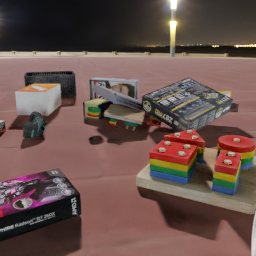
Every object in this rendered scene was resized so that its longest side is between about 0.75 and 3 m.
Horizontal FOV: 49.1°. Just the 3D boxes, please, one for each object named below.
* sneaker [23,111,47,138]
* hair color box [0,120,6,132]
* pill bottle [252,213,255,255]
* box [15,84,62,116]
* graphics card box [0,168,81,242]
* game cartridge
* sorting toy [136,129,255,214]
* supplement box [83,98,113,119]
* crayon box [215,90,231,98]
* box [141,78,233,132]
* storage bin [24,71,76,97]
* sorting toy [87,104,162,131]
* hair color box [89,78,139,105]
[{"bbox_3d":[-3.226,-0.070,9.936,0.676,0.643,1.705,8,25,-10],"label":"sneaker"},{"bbox_3d":[-5.114,-0.068,10.073,1.226,0.392,0.680,7,19,25],"label":"hair color box"},{"bbox_3d":[2.695,1.678,3.910,1.709,0.891,0.891,7,19,21],"label":"pill bottle"},{"bbox_3d":[-4.044,-1.361,12.913,1.365,1.070,2.195,1,18,2],"label":"box"},{"bbox_3d":[-2.066,1.431,5.258,2.073,0.527,1.300,-9,20,-29],"label":"graphics card box"},{"bbox_3d":[-0.099,-1.157,11.897,2.550,0.490,1.653,16,6,-34],"label":"game cartridge"},{"bbox_3d":[1.839,0.742,6.781,2.511,0.874,2.496,9,20,26],"label":"sorting toy"},{"bbox_3d":[-1.285,-0.844,12.050,0.937,0.630,0.938,11,21,31],"label":"supplement box"},{"bbox_3d":[4.633,-1.519,14.350,1.189,0.488,1.891,7,20,21],"label":"crayon box"},{"bbox_3d":[2.289,-0.951,10.812,2.838,0.697,2.288,-25,44,-36],"label":"box"},{"bbox_3d":[-4.465,-2.534,16.204,2.752,1.290,1.861,-6,19,-15],"label":"storage bin"},{"bbox_3d":[-0.030,-0.361,10.586,2.897,0.490,1.397,12,19,3],"label":"sorting toy"},{"bbox_3d":[-0.714,-1.885,14.303,2.431,1.203,0.737,6,19,17],"label":"hair color box"}]
